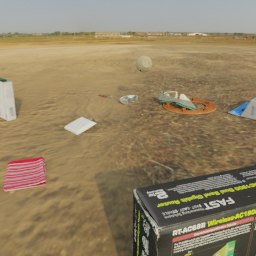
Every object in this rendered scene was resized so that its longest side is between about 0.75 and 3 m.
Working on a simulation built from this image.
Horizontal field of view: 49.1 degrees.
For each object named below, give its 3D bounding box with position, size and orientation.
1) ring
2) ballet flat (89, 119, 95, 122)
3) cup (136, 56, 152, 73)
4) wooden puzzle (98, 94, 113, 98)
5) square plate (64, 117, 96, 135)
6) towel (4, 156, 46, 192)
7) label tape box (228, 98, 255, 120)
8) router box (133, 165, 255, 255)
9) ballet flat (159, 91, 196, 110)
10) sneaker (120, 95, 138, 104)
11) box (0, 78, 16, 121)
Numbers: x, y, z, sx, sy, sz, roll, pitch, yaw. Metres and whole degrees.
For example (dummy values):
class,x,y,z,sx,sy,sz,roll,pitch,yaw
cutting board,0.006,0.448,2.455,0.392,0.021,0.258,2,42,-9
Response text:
class,x,y,z,sx,sy,sz,roll,pitch,yaw
ring,3.105,-1.197,14.209,2.656,0.255,2.656,-1,22,0
ballet flat,-1.708,-0.242,11.743,0.752,0.275,0.275,-17,27,-38
cup,0.810,-3.040,13.238,0.792,0.792,0.566,-4,8,-9
wooden puzzle,-1.262,-1.857,16.164,0.890,0.063,0.528,17,27,36
square plate,-1.951,-0.131,11.353,0.987,0.140,0.978,-34,37,-32
towel,-2.932,1.276,8.021,1.095,0.170,1.514,-7,23,-16
label tape box,6.448,-0.988,12.728,2.920,0.965,2.092,21,30,40
router box,1.434,1.743,4.189,2.762,2.069,0.858,-7,23,-19
ballet flat,2.481,-1.449,14.023,2.132,0.679,0.718,19,6,36
sneaker,-0.018,-1.513,14.908,0.485,0.426,1.211,7,15,44
box,-5.930,-1.439,12.797,2.403,1.734,0.437,19,26,38
